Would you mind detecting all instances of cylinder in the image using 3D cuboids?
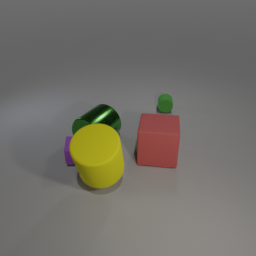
[{"bbox_3d":[1.774,-1.186,13.311,0.700,0.700,0.700,3,30,5],"label":"cylinder"},{"bbox_3d":[-0.858,0.825,8.122,1.400,1.400,1.400,-2,53,3],"label":"cylinder"},{"bbox_3d":[-1.195,-0.032,10.817,1.400,1.400,1.400,17,35,25],"label":"cylinder"}]

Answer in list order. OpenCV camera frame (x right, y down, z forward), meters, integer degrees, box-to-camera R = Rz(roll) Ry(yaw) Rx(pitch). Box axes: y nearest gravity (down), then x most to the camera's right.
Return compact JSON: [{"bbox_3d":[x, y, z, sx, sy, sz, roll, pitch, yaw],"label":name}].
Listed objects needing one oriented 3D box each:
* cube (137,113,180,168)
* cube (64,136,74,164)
[{"bbox_3d":[1.089,0.422,10.045,1.400,1.400,1.400,4,30,7],"label":"cube"},{"bbox_3d":[-1.806,0.774,9.740,0.700,0.700,0.700,0,44,-4],"label":"cube"}]
